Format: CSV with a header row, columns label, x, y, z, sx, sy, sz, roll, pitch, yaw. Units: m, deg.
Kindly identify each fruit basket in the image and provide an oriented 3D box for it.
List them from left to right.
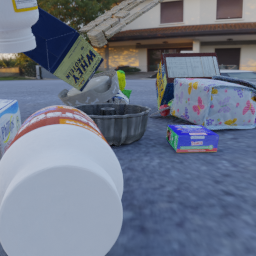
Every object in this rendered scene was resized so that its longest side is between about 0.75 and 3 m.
label,x,y,z,sx,sy,sz,roll,pitch,yaw
fruit basket,-0.796,-2.161,15.413,1.559,2.161,2.161,11,16,41
fruit basket,1.794,-0.900,12.103,1.562,0.732,1.447,-12,-7,-19

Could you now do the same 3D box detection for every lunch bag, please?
label,x,y,z,sx,sy,sz,roll,pitch,yaw
lunch bag,3.503,-1.018,10.645,2.966,1.886,2.515,2,14,-21

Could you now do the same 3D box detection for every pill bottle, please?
label,x,y,z,sx,sy,sz,roll,pitch,yaw
pill bottle,-2.253,-2.493,4.968,1.127,2.161,1.127,-2,29,1
pill bottle,-0.931,0.600,3.918,1.545,1.545,2.754,-3,13,-14

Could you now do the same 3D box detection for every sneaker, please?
label,x,y,z,sx,sy,sz,roll,pitch,yaw
sneaker,-1.064,-1.261,13.262,2.623,1.059,1.515,9,22,12

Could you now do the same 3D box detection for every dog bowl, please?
label,x,y,z,sx,sy,sz,roll,pitch,yaw
dog bowl,-1.725,-1.708,12.994,2.917,0.855,2.917,-18,24,8

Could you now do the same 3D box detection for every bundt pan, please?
label,x,y,z,sx,sy,sz,roll,pitch,yaw
bundt pan,-0.613,-0.116,8.491,2.615,0.982,2.615,1,12,0

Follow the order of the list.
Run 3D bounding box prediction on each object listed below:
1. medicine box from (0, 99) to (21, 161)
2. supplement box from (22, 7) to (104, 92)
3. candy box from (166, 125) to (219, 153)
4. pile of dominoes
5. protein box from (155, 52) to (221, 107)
label,x,y,z,sx,sy,sz,roll,pitch,yaw
medicine box,-3.795,0.257,5.681,2.782,1.432,2.534,-2,12,-13
supplement box,-2.731,-3.012,10.834,2.508,1.683,2.505,36,3,18
candy box,1.744,0.272,7.816,1.106,0.504,1.308,1,11,-5
pile of dominoes,-0.097,-3.579,9.116,2.738,0.436,2.134,-38,36,-13
protein box,2.788,-2.181,13.552,2.516,1.697,2.498,-1,-25,-3
